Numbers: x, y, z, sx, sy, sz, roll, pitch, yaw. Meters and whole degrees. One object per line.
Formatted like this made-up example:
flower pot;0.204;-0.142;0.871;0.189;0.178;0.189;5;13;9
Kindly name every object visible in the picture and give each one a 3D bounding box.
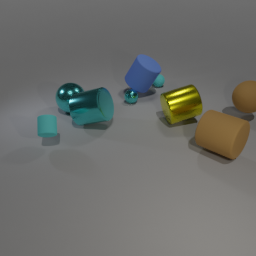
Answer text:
cylinder;2.262;-1.014;12.014;1.400;1.400;1.400;-18;33;-4
cylinder;3.330;0.206;9.905;1.400;1.400;1.400;24;38;38
ball;0.162;-1.569;13.920;0.700;0.700;0.700;0;30;0
ball;-2.632;-1.390;12.923;1.400;1.400;1.400;0;30;0
ball;1.715;-2.672;15.758;0.700;0.700;0.700;0;30;0
cylinder;-2.998;-0.067;10.394;0.700;0.700;0.700;-5;76;-1
ball;5.219;-1.340;12.055;1.400;1.400;1.400;0;30;0
cylinder;-1.503;-0.886;11.710;1.400;1.400;1.400;-9;26;23
cylinder;0.750;-2.758;14.254;1.400;1.400;1.400;21;39;-19
